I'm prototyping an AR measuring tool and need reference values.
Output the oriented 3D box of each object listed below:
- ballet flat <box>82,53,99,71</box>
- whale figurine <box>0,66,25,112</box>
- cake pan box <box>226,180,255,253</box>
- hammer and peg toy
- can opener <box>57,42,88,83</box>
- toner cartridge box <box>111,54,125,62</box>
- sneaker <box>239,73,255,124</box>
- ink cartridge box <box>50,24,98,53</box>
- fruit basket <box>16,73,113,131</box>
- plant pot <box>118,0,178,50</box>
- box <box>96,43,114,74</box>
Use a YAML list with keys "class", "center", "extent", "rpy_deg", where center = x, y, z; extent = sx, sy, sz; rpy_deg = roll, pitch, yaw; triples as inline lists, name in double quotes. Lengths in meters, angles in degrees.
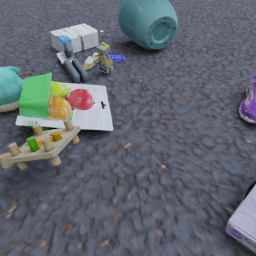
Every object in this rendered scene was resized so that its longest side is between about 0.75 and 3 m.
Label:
- class: "ballet flat"
  center: [-1.556, -2.961, 12.219]
  extent: [0.503, 0.466, 1.428]
  rpy_deg: [20, 44, 22]
- class: "whale figurine"
  center: [-4.437, -1.661, 9.902]
  extent: [2.009, 1.310, 2.526]
  rpy_deg: [-5, 41, -10]
- class: "cake pan box"
  center: [3.620, 1.926, 5.810]
  extent: [2.453, 0.642, 2.259]
  rpy_deg: [30, 58, 32]
- class: "hammer and peg toy"
  center: [-2.228, 0.382, 6.859]
  extent: [1.921, 0.678, 1.413]
  rpy_deg: [-9, 24, 24]
- class: "can opener"
  center: [-2.392, -2.771, 11.768]
  extent: [0.684, 0.864, 2.599]
  rpy_deg: [-16, 46, -20]
- class: "toner cartridge box"
  center: [-0.565, -3.169, 12.708]
  extent: [0.776, 0.168, 0.369]
  rpy_deg: [7, 39, 8]
- class: "sneaker"
  center: [4.504, -1.170, 9.476]
  extent: [1.078, 1.185, 2.681]
  rpy_deg: [16, 43, 17]
- class: "ink cartridge box"
  center: [-2.575, -4.322, 13.608]
  extent: [1.903, 0.802, 1.389]
  rpy_deg: [-25, 45, -27]
- class: "fruit basket"
  center: [-2.013, -0.725, 9.154]
  extent: [2.817, 1.320, 2.609]
  rpy_deg: [7, 38, -18]
- class: "plant pot"
  center: [1.101, -4.911, 13.103]
  extent: [2.582, 2.582, 2.072]
  rpy_deg: [-14, 49, -17]
- class: "box"
  center: [-0.908, -2.767, 11.192]
  extent: [0.416, 1.188, 0.382]
  rpy_deg: [34, 62, 27]
